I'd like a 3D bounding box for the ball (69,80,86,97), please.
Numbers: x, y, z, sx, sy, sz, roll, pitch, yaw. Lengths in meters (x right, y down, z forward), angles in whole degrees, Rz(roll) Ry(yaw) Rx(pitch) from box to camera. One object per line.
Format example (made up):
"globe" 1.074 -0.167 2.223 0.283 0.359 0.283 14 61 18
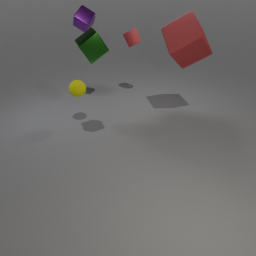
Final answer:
"ball" -2.088 -1.629 11.585 0.700 0.700 0.700 0 29 0

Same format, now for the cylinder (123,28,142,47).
"cylinder" 0.211 -4.449 13.780 0.700 0.700 0.700 -25 17 8

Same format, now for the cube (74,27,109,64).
"cube" -1.130 -2.560 8.684 0.700 0.700 0.700 -37 37 3

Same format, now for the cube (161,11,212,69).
"cube" 2.421 -3.576 11.519 1.400 1.400 1.400 -24 62 25

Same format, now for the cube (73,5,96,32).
"cube" -1.898 -4.708 12.137 0.700 0.700 0.700 31 72 -5
